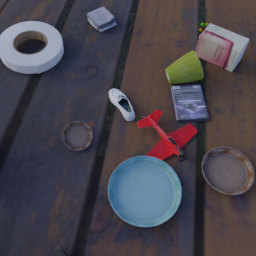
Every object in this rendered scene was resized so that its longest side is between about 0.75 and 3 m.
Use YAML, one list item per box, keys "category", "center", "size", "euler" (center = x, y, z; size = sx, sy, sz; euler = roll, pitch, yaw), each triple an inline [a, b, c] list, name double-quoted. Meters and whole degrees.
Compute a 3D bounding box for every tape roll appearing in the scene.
- category: "tape roll"
  center: [-4.319, -3.640, 12.519]
  size: [2.843, 0.520, 2.843]
  euler: [2, 59, -4]

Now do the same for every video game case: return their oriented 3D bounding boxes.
- category: "video game case"
  center: [2.454, -1.023, 11.206]
  size: [1.245, 0.165, 1.743]
  euler: [-2, 58, -2]

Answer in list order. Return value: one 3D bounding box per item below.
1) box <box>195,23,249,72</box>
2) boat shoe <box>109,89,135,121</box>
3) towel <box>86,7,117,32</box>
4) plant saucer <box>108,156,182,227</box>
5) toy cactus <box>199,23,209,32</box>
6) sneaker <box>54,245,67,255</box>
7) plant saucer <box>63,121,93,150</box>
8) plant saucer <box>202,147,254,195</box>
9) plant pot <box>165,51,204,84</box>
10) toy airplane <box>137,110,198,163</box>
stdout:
- category: "box"
  center: [4.036, -3.487, 12.177]
  size: [1.861, 1.190, 1.014]
  euler: [31, 62, 18]
- category: "boat shoe"
  center: [-0.206, -1.052, 10.974]
  size: [0.627, 0.569, 1.704]
  euler: [-29, 62, -17]
- category: "towel"
  center: [-1.313, -5.375, 13.783]
  size: [1.033, 0.534, 1.247]
  euler: [-31, 63, -18]
- category: "plant saucer"
  center: [0.535, 2.037, 9.119]
  size: [2.364, 0.324, 2.364]
  euler: [0, 58, 0]
- category: "toy cactus"
  center: [4.025, -4.490, 13.267]
  size: [1.111, 0.689, 1.347]
  euler: [-22, 55, -35]
- category: "sneaker"
  center: [-1.800, 4.174, 7.523]
  size: [0.847, 0.709, 1.915]
  euler: [-20, 59, -15]
- category: "plant saucer"
  center: [-1.814, 0.288, 10.117]
  size: [1.063, 0.171, 1.063]
  euler: [1, 80, -6]
- category: "plant saucer"
  center: [3.365, 1.470, 9.529]
  size: [1.748, 0.280, 1.748]
  euler: [0, 58, 1]
- category: "plant pot"
  center: [2.252, -2.357, 11.576]
  size: [1.316, 1.231, 1.231]
  euler: [-21, 58, 5]
- category: "toy airplane"
  center: [1.336, 0.252, 10.204]
  size: [2.462, 0.453, 2.462]
  euler: [0, 58, 1]
